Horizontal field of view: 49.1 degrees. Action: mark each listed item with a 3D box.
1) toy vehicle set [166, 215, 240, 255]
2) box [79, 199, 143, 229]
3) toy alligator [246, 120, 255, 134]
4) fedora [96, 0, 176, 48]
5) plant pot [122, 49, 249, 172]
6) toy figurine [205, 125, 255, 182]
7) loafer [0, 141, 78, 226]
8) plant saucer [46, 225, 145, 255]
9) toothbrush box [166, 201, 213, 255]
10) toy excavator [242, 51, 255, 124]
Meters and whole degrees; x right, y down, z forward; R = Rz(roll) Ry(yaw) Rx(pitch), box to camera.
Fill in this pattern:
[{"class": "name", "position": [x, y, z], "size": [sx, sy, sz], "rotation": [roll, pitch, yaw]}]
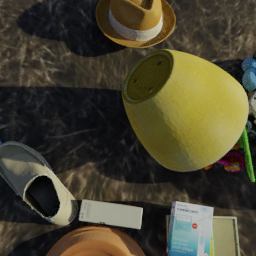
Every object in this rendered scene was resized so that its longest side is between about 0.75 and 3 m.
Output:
[{"class": "toy vehicle set", "position": [1.915, 2.853, 7.217], "size": [1.806, 0.239, 1.122], "rotation": [1, 73, 0]}, {"class": "box", "position": [-0.428, 2.213, 7.212], "size": [1.558, 0.640, 0.533], "rotation": [7, 74, 3]}, {"class": "toy alligator", "position": [4.077, 0.541, 7.600], "size": [0.565, 0.779, 2.351], "rotation": [-11, 51, -37]}, {"class": "fedora", "position": [0.250, -3.737, 8.581], "size": [2.699, 1.101, 2.699], "rotation": [1, 65, -1]}, {"class": "plant pot", "position": [1.013, -0.635, 6.457], "size": [2.765, 1.962, 2.765], "rotation": [-27, 46, 31]}, {"class": "toy figurine", "position": [1.991, 0.336, 7.376], "size": [2.167, 1.767, 2.354], "rotation": [-10, 91, 24]}, {"class": "loafer", "position": [-2.444, 1.333, 7.282], "size": [2.872, 0.981, 1.087], "rotation": [39, 77, 11]}, {"class": "plant saucer", "position": [-0.824, 3.892, 6.757], "size": [2.919, 0.546, 2.919], "rotation": [0, 74, -1]}, {"class": "toothbrush box", "position": [1.518, 2.533, 6.901], "size": [0.953, 0.555, 1.302], "rotation": [10, 74, 2]}, {"class": "toy excavator", "position": [3.856, -1.178, 8.223], "size": [1.695, 0.871, 1.744], "rotation": [41, 91, 10]}]
